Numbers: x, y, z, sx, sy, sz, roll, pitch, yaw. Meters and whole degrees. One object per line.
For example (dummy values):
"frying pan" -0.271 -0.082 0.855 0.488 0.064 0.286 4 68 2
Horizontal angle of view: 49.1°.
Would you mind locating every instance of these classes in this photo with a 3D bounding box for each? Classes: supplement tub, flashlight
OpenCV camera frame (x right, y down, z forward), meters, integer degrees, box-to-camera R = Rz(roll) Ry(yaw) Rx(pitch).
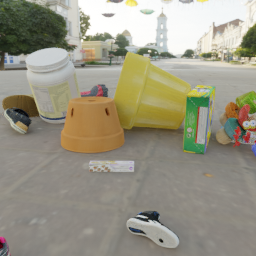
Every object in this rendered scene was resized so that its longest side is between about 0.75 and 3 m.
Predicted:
"supplement tub" -2.819 -1.613 10.820 1.798 2.480 1.798 -4 38 3
"flashlight" -2.416 -1.932 15.661 2.760 0.938 0.934 -10 27 -40

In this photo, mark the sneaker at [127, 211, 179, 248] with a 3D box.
"sneaker" 0.454 1.470 4.256 0.862 0.315 0.482 9 19 35

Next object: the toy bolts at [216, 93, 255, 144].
"toy bolts" 3.587 0.032 8.686 1.329 1.830 1.916 -40 -9 36

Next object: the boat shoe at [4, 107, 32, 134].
"boat shoe" -3.917 -0.377 10.067 0.749 0.625 2.007 39 -6 -35

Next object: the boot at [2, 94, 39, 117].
"boot" -4.291 -1.200 12.910 2.697 0.982 2.096 -4 16 -21

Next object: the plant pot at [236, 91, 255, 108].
"plant pot" 5.878 -1.345 13.952 0.848 0.881 0.881 -12 15 0

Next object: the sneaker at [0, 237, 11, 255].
"sneaker" -1.679 1.699 3.383 0.355 0.329 0.880 -3 16 -9

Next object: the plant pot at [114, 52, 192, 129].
"plant pot" 0.805 -1.075 9.953 2.466 2.621 2.621 16 15 -1

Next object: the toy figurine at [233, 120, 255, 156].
"toy figurine" 3.893 0.576 7.296 2.016 1.064 1.208 0 44 2

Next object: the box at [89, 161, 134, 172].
"box" -0.382 0.900 6.589 1.063 0.206 0.220 0 15 2

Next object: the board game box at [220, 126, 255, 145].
"board game box" 3.662 0.243 8.958 1.438 0.246 0.967 7 16 24

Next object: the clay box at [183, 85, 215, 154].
"clay box" 2.300 -0.419 8.761 0.674 1.626 2.830 6 17 20

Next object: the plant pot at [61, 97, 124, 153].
"plant pot" -1.065 -0.196 8.482 1.934 1.353 1.934 1 14 0
